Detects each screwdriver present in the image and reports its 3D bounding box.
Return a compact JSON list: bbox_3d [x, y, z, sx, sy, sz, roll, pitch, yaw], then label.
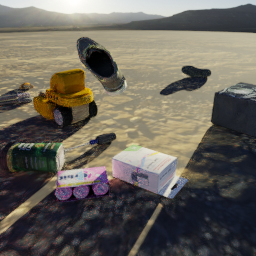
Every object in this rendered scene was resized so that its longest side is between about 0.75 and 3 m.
[{"bbox_3d":[-1.253,0.485,8.147,2.181,0.304,0.317,-16,-1,-38],"label":"screwdriver"}]

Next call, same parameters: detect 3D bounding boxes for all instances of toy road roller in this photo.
[{"bbox_3d":[-2.320,-1.281,10.264,1.547,1.838,2.518,-21,31,-39],"label":"toy road roller"}]

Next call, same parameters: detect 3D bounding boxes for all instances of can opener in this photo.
[{"bbox_3d":[-4.855,-1.236,11.985,1.433,0.377,0.476,-11,27,-24],"label":"can opener"}]

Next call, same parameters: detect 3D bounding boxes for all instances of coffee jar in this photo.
[{"bbox_3d":[-2.448,0.740,7.167,1.536,0.655,0.801,1,24,2],"label":"coffee jar"}]

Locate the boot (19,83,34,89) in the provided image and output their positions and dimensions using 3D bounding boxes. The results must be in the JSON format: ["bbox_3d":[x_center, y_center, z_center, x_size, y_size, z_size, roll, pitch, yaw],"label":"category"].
[{"bbox_3d":[-5.090,-2.176,14.215,0.779,0.274,0.558,-4,29,5],"label":"boot"}]

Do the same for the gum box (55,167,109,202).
[{"bbox_3d":[-1.047,1.258,6.323,1.174,0.388,0.666,-5,24,-11],"label":"gum box"}]

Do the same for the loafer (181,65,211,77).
[{"bbox_3d":[4.012,-3.299,16.552,1.739,0.625,0.547,12,9,9],"label":"loafer"}]

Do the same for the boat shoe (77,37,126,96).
[{"bbox_3d":[-1.007,-2.294,9.404,1.018,0.851,2.848,-34,59,-4],"label":"boat shoe"}]

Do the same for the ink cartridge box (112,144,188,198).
[{"bbox_3d":[0.540,0.988,6.730,1.634,0.550,0.957,15,28,31],"label":"ink cartridge box"}]

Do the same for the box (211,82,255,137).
[{"bbox_3d":[4.304,-0.676,9.699,1.968,1.240,2.001,-24,33,-39],"label":"box"}]
